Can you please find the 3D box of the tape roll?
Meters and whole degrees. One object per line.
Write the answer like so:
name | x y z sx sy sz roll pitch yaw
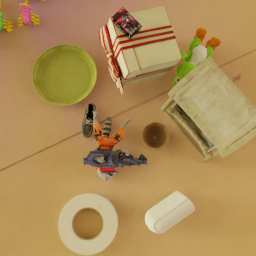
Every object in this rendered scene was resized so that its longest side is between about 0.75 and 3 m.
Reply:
tape roll | -1.442 3.477 10.269 2.181 0.398 2.181 0 78 0

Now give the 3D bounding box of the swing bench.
swing bench | 2.817 -0.468 9.826 1.825 2.812 2.797 -38 81 -6

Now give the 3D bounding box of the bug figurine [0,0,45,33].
bug figurine | -4.948 -5.181 11.820 2.862 0.736 2.220 -12 79 -3

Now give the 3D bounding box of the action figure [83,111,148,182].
action figure | -0.515 0.799 10.634 2.532 1.324 2.449 13 85 -24

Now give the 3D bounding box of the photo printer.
photo printer | 1.381 2.975 9.846 1.676 1.394 0.582 -33 93 -8

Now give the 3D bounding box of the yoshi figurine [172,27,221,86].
yoshi figurine | 2.574 -2.608 10.772 1.370 1.365 2.437 28 85 42

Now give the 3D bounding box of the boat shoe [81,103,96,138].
boat shoe | -1.559 -0.309 10.998 0.516 0.446 1.421 9 79 2

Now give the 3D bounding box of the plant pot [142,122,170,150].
plant pot | 1.056 0.325 10.850 1.070 0.494 1.070 0 79 -1

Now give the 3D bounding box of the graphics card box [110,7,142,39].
graphics card box | -0.053 -3.458 9.222 0.918 0.234 0.576 45 74 -5

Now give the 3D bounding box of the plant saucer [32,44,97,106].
plant saucer | -2.544 -2.117 11.383 2.614 0.406 2.614 0 78 -1

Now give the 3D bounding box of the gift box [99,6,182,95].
gift box | 0.293 -2.767 10.582 2.391 2.561 2.363 -16 81 -15
